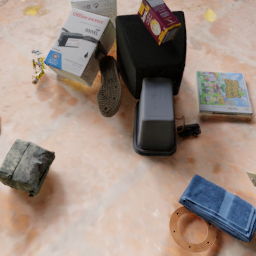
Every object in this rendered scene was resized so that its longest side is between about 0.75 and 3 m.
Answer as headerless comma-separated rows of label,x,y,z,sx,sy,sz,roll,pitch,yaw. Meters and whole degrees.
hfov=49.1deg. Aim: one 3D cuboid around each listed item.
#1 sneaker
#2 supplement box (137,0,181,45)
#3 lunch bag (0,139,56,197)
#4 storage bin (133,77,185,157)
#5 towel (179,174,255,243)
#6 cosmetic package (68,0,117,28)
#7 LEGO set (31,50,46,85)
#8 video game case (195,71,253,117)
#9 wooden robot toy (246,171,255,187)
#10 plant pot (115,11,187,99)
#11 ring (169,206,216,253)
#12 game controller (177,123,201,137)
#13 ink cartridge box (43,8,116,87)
sneaker,-0.620,-1.585,11.477,1.036,1.111,2.941,-8,61,13
supplement box,1.083,-3.875,9.971,0.660,0.851,1.542,-29,78,-22
lunch bag,-3.318,1.340,9.356,1.357,1.128,1.618,14,57,9
storage bin,1.170,-0.515,10.331,1.921,1.772,2.639,3,55,2
towel,2.885,2.441,8.829,2.328,0.565,1.300,28,51,18
cosmetic package,-1.851,-6.173,14.177,2.188,2.190,2.654,-13,55,-9
LEGO set,-4.172,-2.650,12.634,0.605,0.748,1.626,-1,81,18
video game case,4.021,-1.522,11.986,2.154,0.261,2.367,4,54,2
wooden robot toy,5.217,2.215,9.024,2.852,1.256,1.294,9,90,6
plant pot,1.024,-2.754,11.396,2.765,2.772,2.459,-7,57,-5
ring,1.970,3.091,8.608,1.459,0.140,1.459,4,49,-5
game controller,2.375,0.088,10.895,0.932,0.196,0.486,-9,69,-6
ink cartridge box,-2.010,-3.502,12.166,2.031,1.183,2.809,23,83,19
